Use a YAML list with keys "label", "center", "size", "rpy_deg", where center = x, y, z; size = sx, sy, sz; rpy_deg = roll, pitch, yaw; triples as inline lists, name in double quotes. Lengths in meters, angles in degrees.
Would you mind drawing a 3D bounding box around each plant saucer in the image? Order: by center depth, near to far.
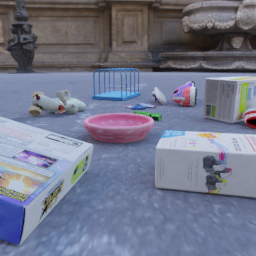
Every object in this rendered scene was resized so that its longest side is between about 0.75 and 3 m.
- label: "plant saucer"
  center: [-0.244, -0.013, 7.589]
  size: [1.887, 0.478, 1.887]
  rpy_deg: [-1, 14, 0]

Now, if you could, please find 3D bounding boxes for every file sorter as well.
- label: "file sorter"
  center: [-0.587, -2.449, 15.307]
  size: [1.765, 1.560, 2.544]
  rpy_deg: [5, 15, 23]

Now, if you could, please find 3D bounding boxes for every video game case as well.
- label: "video game case"
  center: [-2.117, 0.475, 4.273]
  size: [2.564, 0.583, 2.324]
  rpy_deg: [16, 15, 8]

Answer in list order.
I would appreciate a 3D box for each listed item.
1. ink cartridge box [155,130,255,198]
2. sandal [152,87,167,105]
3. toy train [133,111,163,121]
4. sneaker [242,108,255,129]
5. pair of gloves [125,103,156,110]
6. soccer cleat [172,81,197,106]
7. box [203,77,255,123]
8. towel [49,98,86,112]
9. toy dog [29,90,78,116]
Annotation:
- label: "ink cartridge box"
  center: [1.603, 0.552, 4.742]
  size: [2.143, 0.727, 1.234]
  rpy_deg: [3, 14, 13]
- label: "sandal"
  center: [1.446, -1.513, 13.588]
  size: [0.498, 0.824, 2.025]
  rpy_deg: [-39, 7, 13]
- label: "toy train"
  center: [0.652, -0.421, 9.814]
  size: [1.166, 0.243, 0.329]
  rpy_deg: [9, 26, 32]
- label: "sneaker"
  center: [4.452, -0.230, 8.426]
  size: [1.817, 0.712, 1.050]
  rpy_deg: [-8, 19, 22]
- label: "pair of gloves"
  center: [0.585, -0.953, 12.153]
  size: [1.026, 0.145, 1.276]
  rpy_deg: [13, 19, 41]
- label: "soccer cleat"
  center: [2.695, -1.712, 13.538]
  size: [1.086, 1.012, 2.967]
  rpy_deg: [2, 17, 9]
- label: "box"
  center: [4.034, -1.095, 10.005]
  size: [2.542, 1.430, 1.288]
  rpy_deg: [-8, 16, -34]
- label: "towel"
  center: [-2.672, -0.983, 11.710]
  size: [1.458, 0.410, 1.703]
  rpy_deg: [-7, 15, -22]
- label: "toy dog"
  center: [-2.773, -0.960, 10.325]
  size: [1.785, 1.177, 0.860]
  rpy_deg: [-14, -19, -24]
